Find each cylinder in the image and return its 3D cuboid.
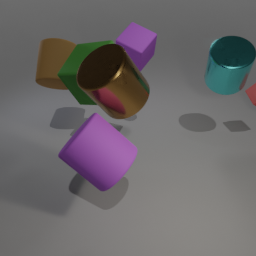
[{"bbox_3d":[3.328,-2.049,9.280,1.400,1.400,1.400,-3,61,6],"label":"cylinder"},{"bbox_3d":[-0.729,0.584,6.877,1.400,1.400,1.400,41,33,-11],"label":"cylinder"},{"bbox_3d":[-0.349,-1.149,7.135,1.400,1.400,1.400,-16,54,23],"label":"cylinder"},{"bbox_3d":[-2.430,-2.181,9.752,1.400,1.400,1.400,3,-7,0],"label":"cylinder"}]

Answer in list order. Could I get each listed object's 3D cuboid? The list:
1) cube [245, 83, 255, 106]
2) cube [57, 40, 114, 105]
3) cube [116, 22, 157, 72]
[{"bbox_3d":[4.847,-1.199,10.144,0.700,0.700,0.700,20,43,-36],"label":"cube"},{"bbox_3d":[-1.013,-1.669,8.694,1.400,1.400,1.400,4,56,31],"label":"cube"},{"bbox_3d":[0.375,-3.808,13.251,1.400,1.400,1.400,31,67,13],"label":"cube"}]
